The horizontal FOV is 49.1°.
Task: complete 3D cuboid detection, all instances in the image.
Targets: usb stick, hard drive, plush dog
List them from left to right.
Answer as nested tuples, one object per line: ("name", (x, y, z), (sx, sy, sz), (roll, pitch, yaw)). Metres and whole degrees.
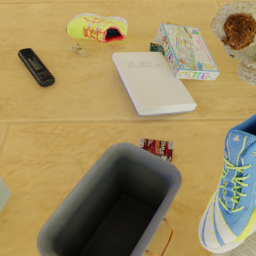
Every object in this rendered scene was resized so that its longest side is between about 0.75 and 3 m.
("usb stick", (-3.200, -2.137, 9.718), (0.606, 0.356, 2.186), (-23, 53, -27))
("hard drive", (0.750, -1.522, 8.980), (1.837, 0.353, 2.785), (-6, 48, -20))
("plush dog", (2.892, -2.009, 6.124), (2.195, 2.051, 2.556), (24, 20, -5))

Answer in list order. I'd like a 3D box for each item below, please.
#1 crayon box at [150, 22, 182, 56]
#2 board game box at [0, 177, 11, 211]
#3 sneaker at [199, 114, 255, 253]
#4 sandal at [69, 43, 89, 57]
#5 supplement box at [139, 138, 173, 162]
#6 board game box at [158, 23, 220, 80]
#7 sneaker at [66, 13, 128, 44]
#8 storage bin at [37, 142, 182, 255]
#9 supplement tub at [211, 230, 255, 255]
("crayon box", (1.653, -3.381, 10.727), (1.060, 0.435, 1.687), (22, 53, 17))
("board game box", (-4.198, 1.684, 6.149), (2.436, 0.783, 1.797), (13, 50, 12))
("sneaker", (1.725, 0.735, 4.499), (2.450, 1.287, 0.928), (-52, 27, -8))
("sandal", (-1.855, -3.016, 10.483), (1.010, 0.332, 0.370), (35, 58, 27))
("supplement box", (0.727, 0.577, 7.423), (0.904, 0.275, 0.492), (7, 50, 4))
("board game box", (2.041, -2.645, 9.653), (1.529, 0.389, 2.274), (-1, 57, -19))
("sneaker", (-1.158, -3.726, 10.713), (2.416, 0.944, 1.091), (-5, 52, -5))
("storage bin", (-0.110, 1.894, 5.335), (1.863, 1.720, 2.560), (25, 54, 20))
("supplement tub", (2.126, 2.570, 5.204), (1.582, 1.044, 1.044), (-34, 57, -25))
